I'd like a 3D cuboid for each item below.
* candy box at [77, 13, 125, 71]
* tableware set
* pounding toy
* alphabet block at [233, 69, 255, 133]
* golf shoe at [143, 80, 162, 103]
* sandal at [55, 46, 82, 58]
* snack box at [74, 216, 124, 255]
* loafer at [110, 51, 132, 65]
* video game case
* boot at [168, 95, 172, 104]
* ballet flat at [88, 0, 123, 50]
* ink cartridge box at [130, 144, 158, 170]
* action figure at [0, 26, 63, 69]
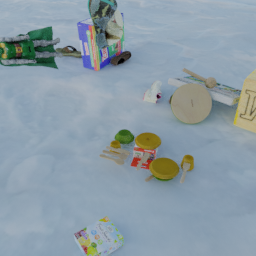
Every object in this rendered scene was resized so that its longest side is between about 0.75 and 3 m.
[{"bbox_3d":[-1.271,-4.536,14.418,1.032,2.265,2.678,19,41,28],"label":"candy box"},{"bbox_3d":[0.642,0.831,8.594,2.743,0.421,1.848,14,38,18],"label":"tableware set"},{"bbox_3d":[2.382,-1.104,10.577,1.476,1.913,0.888,18,1,2],"label":"pounding toy"},{"bbox_3d":[5.116,-0.901,9.698,1.979,1.944,1.933,25,41,30],"label":"alphabet block"},{"bbox_3d":[1.175,-1.495,11.802,0.666,0.548,1.456,25,48,15],"label":"golf shoe"},{"bbox_3d":[-3.171,-4.329,15.623,1.822,0.520,0.723,10,37,14],"label":"sandal"},{"bbox_3d":[-0.658,2.527,6.362,0.893,0.302,0.753,-22,41,-29],"label":"snack box"},{"bbox_3d":[-0.286,-3.598,14.719,1.416,0.517,0.503,-35,58,-30],"label":"loafer"},{"bbox_3d":[3.350,-1.625,11.494,2.679,0.295,2.442,25,25,30],"label":"video game case"},{"bbox_3d":[2.385,-1.263,11.542,1.335,0.429,1.244,9,35,19],"label":"boot"},{"bbox_3d":[-0.610,-3.174,8.880,1.034,1.034,2.786,2,-6,2],"label":"ballet flat"},{"bbox_3d":[0.543,0.730,8.812,0.700,0.323,1.284,9,36,12],"label":"ink cartridge box"},{"bbox_3d":[-2.845,-2.152,7.738,0.590,1.274,2.156,3,17,43],"label":"action figure"}]
